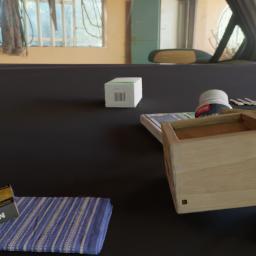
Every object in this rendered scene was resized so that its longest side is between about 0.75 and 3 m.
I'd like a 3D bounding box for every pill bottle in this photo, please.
[{"bbox_3d":[1.707,-0.104,5.556,0.760,0.760,1.271,3,55,9],"label":"pill bottle"}]

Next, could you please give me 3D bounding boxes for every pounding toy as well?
[{"bbox_3d":[1.717,0.335,4.257,2.301,1.053,2.022,-7,11,4],"label":"pounding toy"}]

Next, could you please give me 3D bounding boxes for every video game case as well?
[{"bbox_3d":[1.722,-0.016,7.211,2.282,0.293,2.510,-3,16,-12],"label":"video game case"}]

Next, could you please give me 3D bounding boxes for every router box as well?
[{"bbox_3d":[-1.766,1.007,3.372,0.785,0.205,0.617,-20,20,-24],"label":"router box"}]

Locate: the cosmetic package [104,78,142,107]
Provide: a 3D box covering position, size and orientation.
[{"bbox_3d":[-0.133,-1.465,11.275,1.182,0.932,2.196,0,17,8],"label":"cosmetic package"}]

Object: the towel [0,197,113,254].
[{"bbox_3d":[-0.920,1.143,3.363,1.384,0.165,1.002,-1,17,5],"label":"towel"}]

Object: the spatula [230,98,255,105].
[{"bbox_3d":[4.742,-1.067,11.455,0.890,0.103,1.279,-5,14,2],"label":"spatula"}]

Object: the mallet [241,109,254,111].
[{"bbox_3d":[3.831,-0.266,8.300,0.459,0.287,1.394,1,20,-12],"label":"mallet"}]
